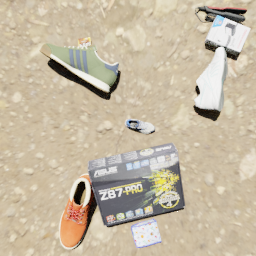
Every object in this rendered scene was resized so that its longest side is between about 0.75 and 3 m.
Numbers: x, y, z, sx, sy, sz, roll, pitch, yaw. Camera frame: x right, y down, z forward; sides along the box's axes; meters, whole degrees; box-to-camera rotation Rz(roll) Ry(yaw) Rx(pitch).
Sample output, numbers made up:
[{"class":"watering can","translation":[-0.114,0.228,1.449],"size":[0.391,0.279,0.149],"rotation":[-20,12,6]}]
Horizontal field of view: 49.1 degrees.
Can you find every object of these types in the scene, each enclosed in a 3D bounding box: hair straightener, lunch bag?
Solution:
[{"class":"hair straightener","translation":[3.647,-4.453,11.099],"size":[2.022,0.414,0.778],"rotation":[11,82,2]},{"class":"lunch bag","translation":[0.610,3.686,9.807],"size":[0.906,0.561,0.770],"rotation":[-15,82,-10]}]

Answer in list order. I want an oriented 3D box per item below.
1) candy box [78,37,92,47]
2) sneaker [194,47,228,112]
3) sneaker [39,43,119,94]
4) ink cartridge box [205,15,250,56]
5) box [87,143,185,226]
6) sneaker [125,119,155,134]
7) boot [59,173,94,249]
[{"class":"candy box","translation":[-1.662,-3.094,10.984],"size":[0.505,0.244,0.866],"rotation":[-8,80,-1]},{"class":"sneaker","translation":[3.107,-1.891,10.458],"size":[1.068,0.937,2.665],"rotation":[4,68,31]},{"class":"sneaker","translation":[-1.679,-2.585,10.482],"size":[2.974,0.997,1.335],"rotation":[32,90,-2]},{"class":"ink cartridge box","translation":[3.821,-3.559,10.807],"size":[1.361,0.570,0.987],"rotation":[23,94,3]},{"class":"box","translation":[0.337,1.919,9.466],"size":[2.940,0.722,2.370],"rotation":[-12,112,-2]},{"class":"sneaker","translation":[0.447,-0.070,10.400],"size":[1.158,0.493,0.446],"rotation":[11,82,1]},{"class":"boot","translation":[-1.793,2.864,9.509],"size":[0.996,1.423,2.654],"rotation":[15,83,1]}]
